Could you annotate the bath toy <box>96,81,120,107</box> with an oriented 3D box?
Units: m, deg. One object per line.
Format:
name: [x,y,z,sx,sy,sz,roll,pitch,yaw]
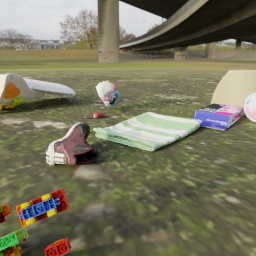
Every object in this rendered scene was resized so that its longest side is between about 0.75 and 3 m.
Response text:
bath toy: [-0.707,-1.349,10.459,0.682,0.803,1.846,-20,-7,3]

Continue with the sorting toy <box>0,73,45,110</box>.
sorting toy: [-4.919,-1.444,11.575,2.800,1.496,2.521,7,8,28]

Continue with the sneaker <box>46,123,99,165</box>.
sneaker: [-0.948,0.404,5.980,0.917,0.601,1.588,10,27,17]

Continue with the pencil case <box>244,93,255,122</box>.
pencil case: [4.982,-0.778,9.338,2.252,1.021,0.936,-9,-21,-25]

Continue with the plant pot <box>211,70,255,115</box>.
plant pot: [4.510,-1.485,11.074,2.320,1.558,2.320,0,14,0]

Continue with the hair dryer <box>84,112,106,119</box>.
hair dryer: [-1.162,-0.472,9.852,0.765,0.208,0.583,-1,14,-7]

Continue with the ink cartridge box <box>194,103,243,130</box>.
ink cartridge box: [2.948,-0.416,9.185,1.098,0.430,2.319,13,21,31]

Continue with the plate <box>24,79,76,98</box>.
plate: [-3.911,-1.806,12.675,2.691,0.435,2.685,6,1,-23]

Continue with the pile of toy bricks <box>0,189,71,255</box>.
pile of toy bricks: [-1.258,1.175,2.912,1.441,0.799,0.711,-19,-10,-10]

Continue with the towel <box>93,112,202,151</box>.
towel: [0.633,0.000,7.844,2.026,0.311,2.656,13,19,38]
